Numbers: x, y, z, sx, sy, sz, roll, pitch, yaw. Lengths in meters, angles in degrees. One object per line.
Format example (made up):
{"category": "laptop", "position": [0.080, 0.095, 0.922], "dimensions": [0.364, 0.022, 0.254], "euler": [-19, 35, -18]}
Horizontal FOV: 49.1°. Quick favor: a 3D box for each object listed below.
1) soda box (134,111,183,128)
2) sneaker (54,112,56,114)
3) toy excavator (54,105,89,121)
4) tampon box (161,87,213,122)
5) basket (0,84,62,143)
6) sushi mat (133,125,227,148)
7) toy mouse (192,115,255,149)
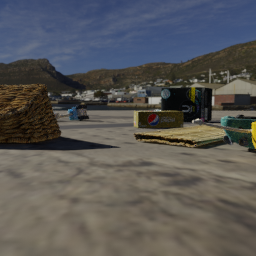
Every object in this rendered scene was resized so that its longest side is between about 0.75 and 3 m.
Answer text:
{"category": "soda box", "position": [0.995, -0.289, 9.084], "dimensions": [1.557, 0.527, 0.498], "euler": [-1, 5, -15]}
{"category": "sneaker", "position": [-3.883, -0.505, 13.109], "dimensions": [1.198, 0.458, 0.482], "euler": [-8, 17, -24]}
{"category": "toy excavator", "position": [-2.723, -0.616, 13.259], "dimensions": [1.456, 0.727, 1.416], "euler": [-12, 1, 8]}
{"category": "tampon box", "position": [2.606, -1.042, 12.503], "dimensions": [1.997, 1.496, 1.260], "euler": [3, 5, 30]}
{"category": "basket", "position": [-2.414, -0.027, 5.565], "dimensions": [1.756, 1.308, 1.253], "euler": [1, 37, 11]}
{"category": "sushi mat", "position": [1.550, 0.119, 5.944], "dimensions": [1.361, 0.172, 2.845], "euler": [5, 7, 43]}
{"category": "toy mouse", "position": [2.381, 0.098, 4.002], "dimensions": [2.736, 0.529, 2.431], "euler": [2, 5, 16]}
